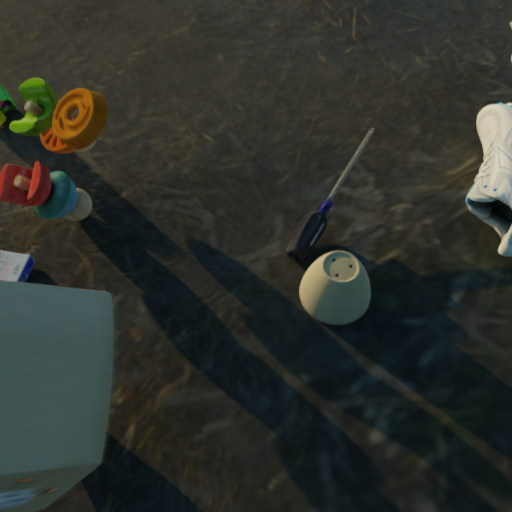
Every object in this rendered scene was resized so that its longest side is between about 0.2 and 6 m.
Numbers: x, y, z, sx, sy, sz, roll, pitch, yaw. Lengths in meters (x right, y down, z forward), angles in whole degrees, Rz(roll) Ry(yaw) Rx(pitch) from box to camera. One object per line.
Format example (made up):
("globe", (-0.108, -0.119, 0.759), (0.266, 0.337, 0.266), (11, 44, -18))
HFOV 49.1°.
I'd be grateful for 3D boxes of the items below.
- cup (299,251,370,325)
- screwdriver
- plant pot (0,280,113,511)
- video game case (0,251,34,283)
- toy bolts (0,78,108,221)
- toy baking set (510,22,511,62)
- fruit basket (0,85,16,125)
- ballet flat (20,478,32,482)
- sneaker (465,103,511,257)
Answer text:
("cup", (1.252, 0.381, 8.631), (1.133, 0.810, 1.133), (0, 56, 1))
("screwdriver", (1.409, -1.099, 9.696), (0.436, 0.418, 2.997), (44, 68, -15))
("plant pot", (-2.952, 1.751, 6.360), (2.278, 2.281, 2.019), (11, 45, -45))
("video game case", (-4.279, 0.447, 8.907), (1.069, 0.268, 1.180), (9, 57, 6))
("toy bolts", (-2.988, -1.596, 9.216), (2.049, 1.488, 2.145), (8, 81, 29))
("toy baking set", (4.947, -2.226, 9.424), (0.382, 3.283, 2.520), (-27, 41, 31))
("fruit basket", (-5.026, -2.851, 10.919), (0.600, 0.832, 0.832), (-16, 58, -11))
("ballet flat", (-3.119, 1.980, 7.244), (0.669, 0.723, 2.050), (1, 41, -17))
("sneaker", (4.220, -1.360, 9.615), (1.402, 1.213, 3.236), (-8, 56, 1))
